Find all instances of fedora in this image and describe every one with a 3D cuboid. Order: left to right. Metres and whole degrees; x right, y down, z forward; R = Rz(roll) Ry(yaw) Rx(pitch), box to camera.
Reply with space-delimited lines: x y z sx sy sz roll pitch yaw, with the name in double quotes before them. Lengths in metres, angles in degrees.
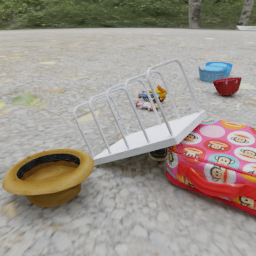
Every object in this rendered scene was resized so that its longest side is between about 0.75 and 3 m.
"fedora" -1.533 1.055 5.642 1.798 0.733 1.798 -6 24 3

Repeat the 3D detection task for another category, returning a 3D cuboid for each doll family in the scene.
"doll family" 0.970 -1.239 10.769 1.025 0.744 1.652 7 25 16

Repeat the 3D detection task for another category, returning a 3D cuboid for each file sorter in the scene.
"file sorter" 0.191 -0.347 6.594 2.487 1.549 1.726 -20 7 39

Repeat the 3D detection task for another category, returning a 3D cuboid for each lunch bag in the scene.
"lunch bag" 2.181 0.765 5.841 2.641 1.082 2.326 17 29 33

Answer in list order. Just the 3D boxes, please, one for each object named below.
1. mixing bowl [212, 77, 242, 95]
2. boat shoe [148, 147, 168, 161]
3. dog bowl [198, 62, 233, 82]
"mixing bowl" 4.235 -1.755 11.902 1.197 0.648 1.197 -9 11 2
"boat shoe" 0.812 0.400 7.451 0.500 0.451 1.391 3 24 6
"dog bowl" 4.621 -2.983 14.829 1.438 0.639 2.580 14 27 29
